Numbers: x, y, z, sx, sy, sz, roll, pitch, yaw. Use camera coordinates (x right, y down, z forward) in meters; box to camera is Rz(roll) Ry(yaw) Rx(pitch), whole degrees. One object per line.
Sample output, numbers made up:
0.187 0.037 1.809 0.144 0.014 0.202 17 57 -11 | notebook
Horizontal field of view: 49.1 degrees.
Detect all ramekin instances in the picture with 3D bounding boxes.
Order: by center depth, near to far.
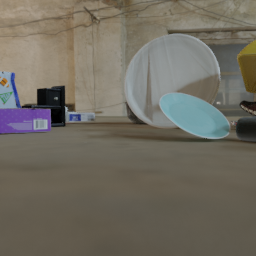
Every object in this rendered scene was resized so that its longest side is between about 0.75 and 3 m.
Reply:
1.341 -1.244 8.221 2.714 2.714 1.264 1 -7 25 | ramekin

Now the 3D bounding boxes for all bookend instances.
-2.627 -0.686 8.643 0.612 1.329 1.321 2 3 37 | bookend

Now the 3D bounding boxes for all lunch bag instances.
-5.365 -0.880 9.041 2.903 1.798 2.468 -16 -8 38 | lunch bag

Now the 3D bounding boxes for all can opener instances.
2.463 -0.086 3.514 0.594 0.750 2.257 -3 0 -34 | can opener

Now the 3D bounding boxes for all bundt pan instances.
1.058 -0.633 11.637 2.444 0.917 2.444 0 2 0 | bundt pan

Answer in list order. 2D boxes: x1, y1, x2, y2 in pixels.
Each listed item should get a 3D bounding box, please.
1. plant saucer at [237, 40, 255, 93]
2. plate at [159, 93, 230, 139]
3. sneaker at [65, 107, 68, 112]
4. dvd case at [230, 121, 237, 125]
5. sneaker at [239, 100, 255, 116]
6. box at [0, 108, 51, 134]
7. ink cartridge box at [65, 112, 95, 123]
3.841 -1.378 6.113 2.468 0.598 2.468 6 -9 29 | plant saucer
1.055 -0.180 4.530 1.216 0.155 1.216 13 36 -9 | plate
-2.922 -0.792 12.222 0.992 0.362 0.555 -3 1 27 | sneaker
4.102 -0.129 9.030 1.002 0.151 1.373 0 4 -7 | dvd case
3.502 -0.585 6.830 0.551 0.841 1.456 9 21 -38 | sneaker
-3.367 -0.176 6.040 2.793 0.546 1.911 -2 4 -40 | box
-2.794 -0.406 11.831 2.109 0.457 2.071 -3 1 23 | ink cartridge box
